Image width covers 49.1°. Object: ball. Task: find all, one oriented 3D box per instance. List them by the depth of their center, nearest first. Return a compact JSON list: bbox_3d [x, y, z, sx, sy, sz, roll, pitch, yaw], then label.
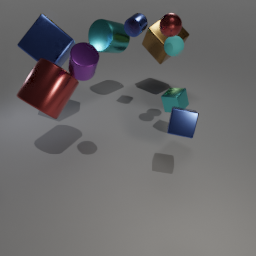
[{"bbox_3d":[1.306,-3.152,8.592,0.700,0.700,0.700,0,31,0],"label":"ball"},{"bbox_3d":[1.608,-2.869,9.801,0.700,0.700,0.700,0,31,0],"label":"ball"}]

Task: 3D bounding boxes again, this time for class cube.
[{"bbox_3d":[1.496,-0.171,7.720,0.700,0.700,0.700,12,11,6],"label":"cube"},{"bbox_3d":[-2.892,-3.009,10.270,1.400,1.400,1.400,39,2,-9],"label":"cube"},{"bbox_3d":[1.762,-1.033,10.461,0.700,0.700,0.700,9,39,40],"label":"cube"},{"bbox_3d":[1.721,-4.147,13.110,1.400,1.400,1.400,-40,86,-16],"label":"cube"}]

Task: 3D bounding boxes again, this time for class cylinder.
[{"bbox_3d":[-1.113,-1.644,6.989,0.700,0.700,0.700,5,69,-14],"label":"cylinder"},{"bbox_3d":[-2.473,-1.209,8.717,1.400,1.400,1.400,27,84,37],"label":"cylinder"},{"bbox_3d":[0.298,-3.880,10.549,0.700,0.700,0.700,13,40,20],"label":"cylinder"},{"bbox_3d":[-0.853,-4.152,12.788,1.400,1.400,1.400,20,21,29],"label":"cylinder"}]
